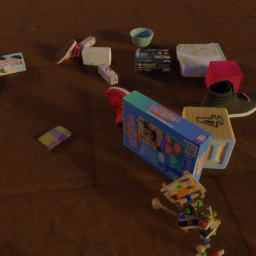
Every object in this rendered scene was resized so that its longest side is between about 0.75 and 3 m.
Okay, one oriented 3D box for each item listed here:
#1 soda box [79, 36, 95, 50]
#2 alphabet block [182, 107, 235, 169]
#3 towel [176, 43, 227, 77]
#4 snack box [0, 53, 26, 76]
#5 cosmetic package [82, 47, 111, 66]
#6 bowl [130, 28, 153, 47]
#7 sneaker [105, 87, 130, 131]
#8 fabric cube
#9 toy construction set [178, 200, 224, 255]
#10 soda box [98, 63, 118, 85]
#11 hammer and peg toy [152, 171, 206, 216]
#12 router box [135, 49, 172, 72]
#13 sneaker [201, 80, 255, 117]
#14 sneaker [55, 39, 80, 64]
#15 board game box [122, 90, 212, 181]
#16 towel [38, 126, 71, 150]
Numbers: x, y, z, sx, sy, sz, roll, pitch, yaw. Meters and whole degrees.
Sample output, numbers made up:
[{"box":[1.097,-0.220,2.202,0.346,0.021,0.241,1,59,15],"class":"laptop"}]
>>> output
[{"box":[-2.152,-4.468,14.793,0.351,0.326,1.028,21,48,20],"class":"soda box"},{"box":[2.484,0.310,9.098,1.442,1.434,1.468,4,43,2],"class":"alphabet block"},{"box":[3.486,-3.244,13.376,2.138,0.601,2.498,-3,44,2],"class":"towel"},{"box":[-5.963,-2.944,13.187,2.056,0.381,1.194,-16,47,-16],"class":"snack box"},{"box":[-1.490,-3.450,13.465,1.311,0.740,0.532,3,44,6],"class":"cosmetic package"},{"box":[0.722,-4.750,14.863,1.211,0.633,1.211,0,45,0],"class":"bowl"},{"box":[-0.282,-0.714,10.551,2.243,0.879,1.296,30,51,28],"class":"sneaker"},{"box":[3.981,-2.024,11.707,1.128,1.150,1.146,-2,46,-3],"class":"fabric cube"},{"box":[2.067,2.579,7.214,1.050,1.140,1.367,-9,64,-26],"class":"toy construction set"},{"box":[-0.910,-2.438,12.645,0.386,0.416,1.218,-23,48,-22],"class":"soda box"},{"box":[1.345,1.805,7.625,1.344,0.989,0.474,-35,35,16],"class":"hammer and peg toy"},{"box":[1.205,-3.245,13.384,1.726,0.536,1.293,1,44,1],"class":"router box"},{"box":[4.078,-1.186,10.693,2.713,1.345,0.959,-12,44,-14],"class":"sneaker"},{"box":[-2.940,-3.618,13.897,0.511,0.807,1.435,36,84,28],"class":"sneaker"},{"box":[1.016,0.376,8.536,2.792,2.123,0.628,34,54,29],"class":"board game box"},{"box":[-2.629,0.326,10.024,0.738,0.117,1.027,28,50,27],"class":"towel"}]
